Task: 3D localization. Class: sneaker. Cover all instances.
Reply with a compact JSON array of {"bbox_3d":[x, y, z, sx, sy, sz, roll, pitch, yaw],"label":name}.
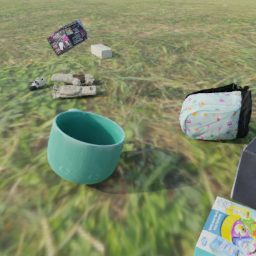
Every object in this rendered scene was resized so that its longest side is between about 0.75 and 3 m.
[{"bbox_3d":[-3.865,-1.899,11.821,0.345,0.412,0.932,19,37,26],"label":"sneaker"}]

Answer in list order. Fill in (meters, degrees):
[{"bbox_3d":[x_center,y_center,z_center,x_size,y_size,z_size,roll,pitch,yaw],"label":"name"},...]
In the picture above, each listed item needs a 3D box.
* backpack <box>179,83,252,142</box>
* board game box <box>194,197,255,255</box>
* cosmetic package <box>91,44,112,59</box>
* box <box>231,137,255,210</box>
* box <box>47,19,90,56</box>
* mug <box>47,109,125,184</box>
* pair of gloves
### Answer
[{"bbox_3d":[2.533,-0.387,8.266,1.976,1.649,1.251,2,35,14],"label":"backpack"},{"bbox_3d":[2.311,2.139,5.057,1.845,0.433,1.393,17,35,25],"label":"board game box"},{"bbox_3d":[-1.498,-4.325,15.786,0.693,0.469,1.318,-17,35,-26],"label":"cosmetic package"},{"bbox_3d":[3.965,0.938,6.069,2.438,1.432,2.398,24,39,34],"label":"box"},{"bbox_3d":[-2.075,-3.113,9.739,1.270,0.729,0.839,-5,30,50],"label":"box"},{"bbox_3d":[-1.024,0.460,6.866,1.705,1.283,2.075,18,22,0],"label":"mug"},{"bbox_3d":[-2.254,-1.772,11.657,1.781,0.367,2.094,-4,33,-13],"label":"pair of gloves"}]
